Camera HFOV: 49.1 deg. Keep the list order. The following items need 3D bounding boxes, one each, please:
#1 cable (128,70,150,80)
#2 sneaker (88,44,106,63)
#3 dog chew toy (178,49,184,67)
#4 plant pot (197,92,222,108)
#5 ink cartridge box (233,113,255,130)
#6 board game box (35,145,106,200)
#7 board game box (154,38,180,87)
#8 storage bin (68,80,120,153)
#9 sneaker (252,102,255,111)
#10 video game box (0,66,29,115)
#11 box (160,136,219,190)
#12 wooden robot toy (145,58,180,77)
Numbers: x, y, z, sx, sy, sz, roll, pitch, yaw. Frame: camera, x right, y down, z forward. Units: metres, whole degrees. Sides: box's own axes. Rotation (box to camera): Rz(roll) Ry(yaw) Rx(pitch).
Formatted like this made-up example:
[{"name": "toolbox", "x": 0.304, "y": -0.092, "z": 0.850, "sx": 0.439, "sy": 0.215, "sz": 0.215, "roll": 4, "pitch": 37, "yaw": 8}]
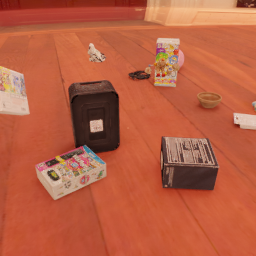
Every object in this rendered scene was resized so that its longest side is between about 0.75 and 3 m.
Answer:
[{"name": "cable", "x": 0.667, "y": -3.056, "z": 16.148, "sx": 1.304, "sy": 0.331, "sz": 1.064, "roll": -20, "pitch": 30, "yaw": -26}, {"name": "sneaker", "x": -1.159, "y": -2.836, "z": 10.743, "sx": 0.668, "sy": 1.027, "sz": 0.410, "roll": 12, "pitch": 67, "yaw": 1}, {"name": "dog chew toy", "x": 2.885, "y": -4.369, "z": 17.510, "sx": 1.334, "sy": 1.334, "sz": 2.143, "roll": 8, "pitch": 21, "yaw": 14}, {"name": "plant pot", "x": 3.658, "y": -1.217, "z": 12.683, "sx": 1.064, "sy": 0.491, "sz": 1.064, "roll": 0, "pitch": 31, "yaw": 0}, {"name": "ink cartridge box", "x": 4.776, "y": -0.271, "z": 11.315, "sx": 0.995, "sy": 0.215, "sz": 0.977, "roll": 7, "pitch": 30, "yaw": 16}, {"name": "board game box", "x": -1.682, "y": 1.261, "z": 8.312, "sx": 1.692, "sy": 0.544, "sz": 1.248, "roll": -21, "pitch": 36, "yaw": -32}, {"name": "board game box", "x": 2.040, "y": -3.475, "z": 14.839, "sx": 1.162, "sy": 2.257, "sz": 1.184, "roll": 4, "pitch": 30, "yaw": 7}, {"name": "storage bin", "x": -1.125, "y": -0.348, "z": 9.401, "sx": 1.513, "sy": 2.238, "sz": 1.049, "roll": -8, "pitch": 30, "yaw": -13}, {"name": "sneaker", "x": 5.700, "y": -0.931, "z": 12.379, "sx": 0.496, "sy": 0.302, "sz": 0.760, "roll": -13, "pitch": 32, "yaw": -25}, {"name": "video game box", "x": -3.652, "y": -1.110, "z": 8.626, "sx": 0.352, "sy": 1.369, "sz": 1.502, "roll": -8, "pitch": -2, "yaw": 10}, {"name": "box", "x": 1.742, "y": 1.020, "z": 8.319, "sx": 1.492, "sy": 0.927, "sz": 1.504, "roll": 2, "pitch": 30, "yaw": 3}, {"name": "wooden robot toy", "x": 1.375, "y": -2.399, "z": 10.856, "sx": 1.421, "sy": 0.645, "sz": 0.626, "roll": -2, "pitch": 60, "yaw": -9}]
